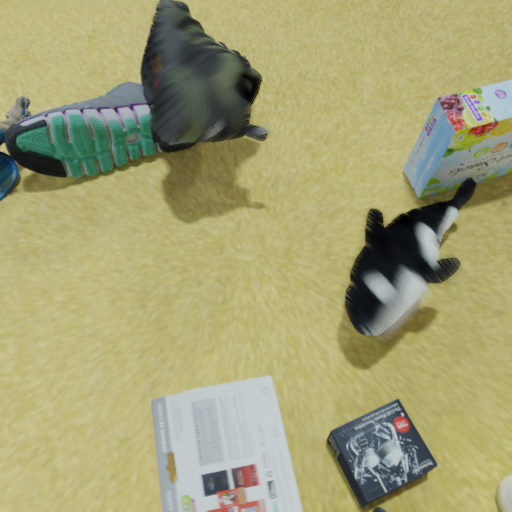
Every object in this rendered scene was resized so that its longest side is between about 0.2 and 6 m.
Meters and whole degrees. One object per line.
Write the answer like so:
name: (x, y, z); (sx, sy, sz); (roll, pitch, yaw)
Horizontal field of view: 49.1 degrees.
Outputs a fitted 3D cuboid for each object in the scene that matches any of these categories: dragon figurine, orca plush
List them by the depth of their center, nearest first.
orca plush: (2.193, -0.308, 8.291); (3.238, 1.703, 1.151); (-40, 109, -20)
dragon figurine: (-4.778, -1.520, 9.664); (0.929, 1.569, 3.156); (27, 81, 14)

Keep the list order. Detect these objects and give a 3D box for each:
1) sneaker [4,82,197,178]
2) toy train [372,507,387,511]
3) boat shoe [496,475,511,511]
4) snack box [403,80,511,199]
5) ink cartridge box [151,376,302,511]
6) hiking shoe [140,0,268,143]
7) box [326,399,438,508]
sneaker: (-2.748, -2.433, 10.223); (3.471, 1.292, 1.519); (-12, 48, -20)
toy train: (0.960, 4.195, 6.448); (0.608, 0.453, 2.654); (37, 64, 7)
boat shoe: (4.370, 2.679, 6.985); (2.655, 0.918, 0.979); (-22, 60, -9)
snack box: (3.854, -1.994, 9.369); (2.273, 1.917, 0.769); (-14, 66, -10)
ink cartridge box: (-0.414, 2.647, 7.145); (1.633, 0.780, 1.860); (-8, 58, -8)
hiking shoe: (-0.915, -3.061, 9.575); (1.836, 1.381, 3.647); (7, 47, -24)
box: (1.626, 2.578, 7.353); (1.059, 0.551, 0.964); (-22, 62, -13)
